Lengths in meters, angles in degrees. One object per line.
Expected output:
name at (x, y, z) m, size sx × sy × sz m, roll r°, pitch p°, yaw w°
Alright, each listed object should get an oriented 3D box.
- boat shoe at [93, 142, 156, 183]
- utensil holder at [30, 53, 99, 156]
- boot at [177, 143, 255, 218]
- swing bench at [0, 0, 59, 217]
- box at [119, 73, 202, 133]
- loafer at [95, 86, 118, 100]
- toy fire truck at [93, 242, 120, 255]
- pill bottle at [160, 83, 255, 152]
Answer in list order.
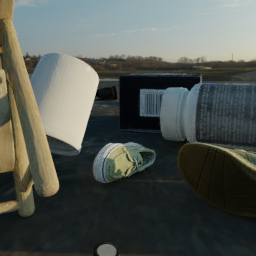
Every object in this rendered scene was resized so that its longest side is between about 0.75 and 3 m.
boat shoe at (-0.001, 0.483, 4.383) m, size 0.470 × 0.546 × 1.517 m, roll 5°, pitch 10°, yaw 25°
utensil holder at (-1.123, -0.356, 4.442) m, size 1.108 × 1.304 × 1.108 m, roll 12°, pitch -19°, yaw 4°
boot at (1.795, 0.558, 3.578) m, size 1.980 × 0.713 × 1.531 m, roll 17°, pitch 21°, yaw 40°
swing bench at (-2.103, -0.247, 2.407) m, size 2.376 × 2.389 × 1.550 m, roll -6°, pitch -19°, yaw -30°
box at (1.129, -0.891, 8.529) m, size 2.181 × 1.537 × 2.947 m, roll 3°, pitch 12°, yaw 15°
loafer at (-1.238, -1.875, 15.616) m, size 0.760 × 0.777 × 2.129 m, roll -12°, pitch 6°, yaw -31°
toy fire truck at (-0.127, 1.104, 1.646) m, size 0.699 × 0.511 × 0.794 m, roll -9°, pitch 26°, yaw -42°
pill bottle at (1.977, -0.228, 5.755) m, size 2.430 × 1.383 × 1.383 m, roll 5°, pitch 13°, yaw 23°
